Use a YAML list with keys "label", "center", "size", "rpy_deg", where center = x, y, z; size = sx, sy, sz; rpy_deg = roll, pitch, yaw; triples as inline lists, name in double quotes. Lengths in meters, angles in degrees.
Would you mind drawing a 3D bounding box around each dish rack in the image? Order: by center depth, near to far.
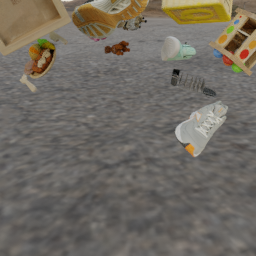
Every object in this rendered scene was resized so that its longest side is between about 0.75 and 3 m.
- label: "dish rack"
  center: [1.813, -1.225, 7.715]
  size: [1.324, 0.361, 1.016]
  rpy_deg: [18, 24, 5]

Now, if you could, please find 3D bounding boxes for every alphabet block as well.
- label: "alphabet block"
  center: [1.755, -3.486, 6.816]
  size: [1.458, 1.492, 1.465]
  rpy_deg: [6, 6, 29]

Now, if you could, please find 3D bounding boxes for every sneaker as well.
- label: "sneaker"
  center: [1.416, -0.102, 5.156]
  size: [0.619, 0.752, 1.636]
  rpy_deg: [46, 35, -1]
- label: "sneaker"
  center: [-0.295, -2.718, 6.176]
  size: [2.273, 0.860, 0.996]
  rpy_deg: [-3, 50, 43]
- label: "sneaker"
  center: [2.091, -3.126, 10.955]
  size: [1.284, 0.801, 2.176]
  rpy_deg: [-6, 7, -2]

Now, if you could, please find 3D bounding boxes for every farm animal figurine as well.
- label: "farm animal figurine"
  center: [-0.746, -4.028, 10.392]
  size: [1.290, 2.474, 2.447]
  rpy_deg: [25, 77, 42]

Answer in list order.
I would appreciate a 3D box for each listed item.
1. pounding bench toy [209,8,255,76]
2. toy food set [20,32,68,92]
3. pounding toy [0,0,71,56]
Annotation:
- label: "pounding bench toy"
  center: [3.208, -2.075, 7.481]
  size: [1.629, 1.271, 1.012]
  rpy_deg: [25, 23, -33]
- label: "toy food set"
  center: [-2.042, -1.589, 6.422]
  size: [0.996, 1.443, 0.290]
  rpy_deg: [37, 5, 41]
- label: "pounding toy"
  center: [-2.325, -2.467, 5.154]
  size: [1.821, 1.677, 1.295]
  rpy_deg: [-28, 38, -1]
